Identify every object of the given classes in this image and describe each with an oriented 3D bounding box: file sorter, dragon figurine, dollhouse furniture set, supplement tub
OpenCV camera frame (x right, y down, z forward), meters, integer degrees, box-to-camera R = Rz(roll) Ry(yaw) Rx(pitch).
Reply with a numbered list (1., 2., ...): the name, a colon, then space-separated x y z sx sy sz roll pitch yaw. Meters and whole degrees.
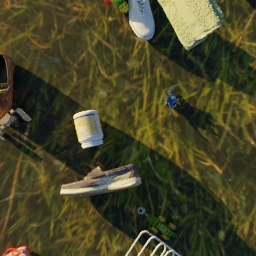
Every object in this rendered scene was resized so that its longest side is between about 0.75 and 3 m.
1. file sorter: 0.756 3.099 6.190 1.034 1.491 0.928 43 75 -24
2. dragon figurine: 1.442 -0.907 9.630 0.475 0.281 0.955 25 86 2
3. dollhouse furniture set: -3.937 -0.110 9.421 1.143 0.592 0.506 -45 85 -3
4. supplement tub: -1.289 0.044 9.284 0.826 0.826 1.136 -13 86 -1

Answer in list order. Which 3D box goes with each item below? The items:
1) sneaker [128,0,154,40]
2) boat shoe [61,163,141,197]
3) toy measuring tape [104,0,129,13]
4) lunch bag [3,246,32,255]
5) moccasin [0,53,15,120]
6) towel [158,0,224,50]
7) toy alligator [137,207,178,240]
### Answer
1. sneaker: 0.370 -4.203 9.600 0.845 0.819 2.314 -15 86 -1
2. boat shoe: -0.905 1.699 9.166 2.624 0.944 0.850 -10 72 3
3. toy measuring tape: -0.759 -5.086 9.597 0.952 0.952 2.588 -32 87 -2
4. lunch bag: -3.712 4.430 9.139 1.136 0.466 1.001 -28 86 -2
5. moccasin: -4.263 -1.380 9.376 0.806 0.851 2.204 12 86 1
6. towel: 1.414 -2.855 6.623 0.318 1.293 1.742 -25 86 -34
7. toy alligator: 0.987 3.189 9.273 1.602 0.385 0.531 33 86 2
